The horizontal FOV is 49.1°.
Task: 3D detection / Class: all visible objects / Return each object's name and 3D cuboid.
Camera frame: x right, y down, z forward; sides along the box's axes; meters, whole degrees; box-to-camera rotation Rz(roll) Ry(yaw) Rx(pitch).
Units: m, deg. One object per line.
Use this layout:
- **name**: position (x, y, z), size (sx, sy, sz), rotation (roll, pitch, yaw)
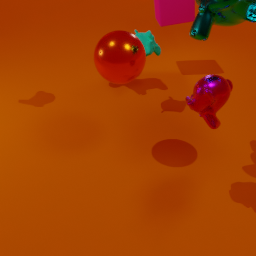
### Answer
- **ball**: position (-0.166, -1.436, 5.724), size (1.066, 1.066, 1.066), rotation (0, 39, 0)
- **monkey head**: position (0.484, -2.274, 7.929), size (0.717, 0.856, 1.190), rotation (-11, 70, 34)
- **monkey head**: position (1.620, -1.995, 4.776), size (0.991, 1.183, 1.645), rotation (8, 21, -35)
- **cube**: position (1.575, -4.343, 9.683), size (1.201, 1.201, 1.201), rotation (-9, 34, 2)
- **monkey head**: position (1.438, -0.456, 4.693), size (1.174, 0.707, 0.844), rotation (-25, 79, -50)
